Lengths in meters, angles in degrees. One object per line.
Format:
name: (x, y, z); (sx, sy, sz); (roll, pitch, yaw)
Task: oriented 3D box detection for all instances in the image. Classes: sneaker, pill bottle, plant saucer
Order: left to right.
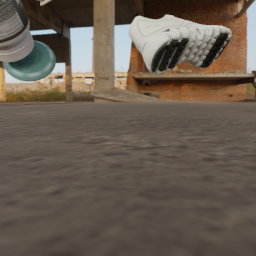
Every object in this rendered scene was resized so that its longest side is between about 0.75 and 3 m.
pill bottle: (-2.771, -2.447, 5.799); (1.165, 1.165, 2.045); (0, -31, 4)
plant saucer: (-2.472, -1.745, 7.039); (1.283, 1.283, 0.176); (-1, -24, -12)
sneaker: (1.173, -1.866, 5.824); (2.745, 1.031, 1.113); (-14, 53, -42)

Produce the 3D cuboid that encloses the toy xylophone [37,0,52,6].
toy xylophone: (-2.309, -3.521, 6.465); (1.445, 0.363, 1.058); (23, -23, -39)
